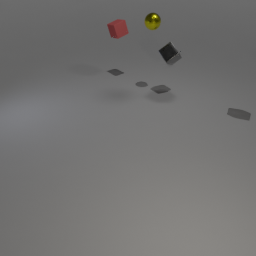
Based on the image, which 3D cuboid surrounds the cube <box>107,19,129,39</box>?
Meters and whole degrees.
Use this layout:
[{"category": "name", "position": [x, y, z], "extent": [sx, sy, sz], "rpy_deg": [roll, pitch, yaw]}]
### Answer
[{"category": "cube", "position": [-0.508, -4.976, 14.061], "extent": [0.700, 0.700, 0.700], "rpy_deg": [-33, 36, -20]}]

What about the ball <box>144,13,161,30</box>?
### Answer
[{"category": "ball", "position": [1.039, -4.479, 11.782], "extent": [0.700, 0.700, 0.700], "rpy_deg": [0, 32, 0]}]

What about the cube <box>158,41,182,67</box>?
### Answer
[{"category": "cube", "position": [1.896, -3.311, 12.595], "extent": [0.700, 0.700, 0.700], "rpy_deg": [59, 16, 14]}]
